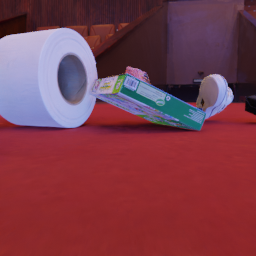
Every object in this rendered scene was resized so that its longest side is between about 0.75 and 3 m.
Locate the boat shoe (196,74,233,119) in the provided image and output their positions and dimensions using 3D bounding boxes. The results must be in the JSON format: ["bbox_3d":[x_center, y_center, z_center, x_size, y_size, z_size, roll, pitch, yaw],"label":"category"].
[{"bbox_3d":[2.699,-0.946,8.433,0.856,0.869,2.451,-18,-21,-1],"label":"boat shoe"}]

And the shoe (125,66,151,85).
[{"bbox_3d":[0.453,-1.255,8.203,1.614,0.734,0.576,29,6,30],"label":"shoe"}]

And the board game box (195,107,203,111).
[{"bbox_3d":[1.456,-0.561,9.177,1.240,0.258,1.833,9,-3,-13],"label":"board game box"}]

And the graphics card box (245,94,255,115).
[{"bbox_3d":[4.709,-0.744,8.236,2.063,0.525,1.294,-13,25,-16],"label":"graphics card box"}]

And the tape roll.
[{"bbox_3d":[-2.113,-1.249,7.318,1.693,2.466,2.466,3,7,25],"label":"tape roll"}]

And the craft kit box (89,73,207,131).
[{"bbox_3d":[0.380,-0.626,6.994,2.241,0.544,2.213,23,-1,-24],"label":"craft kit box"}]
